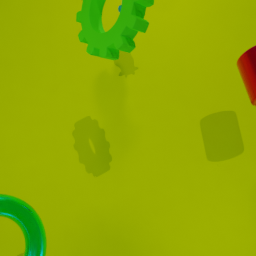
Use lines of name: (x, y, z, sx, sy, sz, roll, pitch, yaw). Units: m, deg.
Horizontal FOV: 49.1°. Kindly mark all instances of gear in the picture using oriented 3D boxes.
gear: (-0.303, -2.152, 5.072, 0.323, 1.747, 1.747, 0, 74, -45)

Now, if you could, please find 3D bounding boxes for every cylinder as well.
cylinder: (3.370, -1.276, 6.707, 1.173, 1.173, 1.173, -10, 70, -2)

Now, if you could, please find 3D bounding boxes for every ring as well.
ring: (-2.197, 2.014, 4.534, 1.858, 0.372, 1.858, 16, 66, -40)

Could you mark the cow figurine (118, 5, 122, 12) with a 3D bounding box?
cow figurine: (0.253, -3.475, 7.517, 0.709, 1.292, 1.272, -7, 42, -27)
